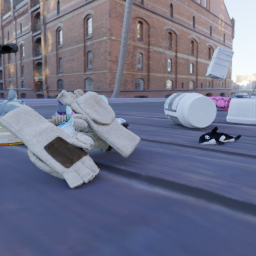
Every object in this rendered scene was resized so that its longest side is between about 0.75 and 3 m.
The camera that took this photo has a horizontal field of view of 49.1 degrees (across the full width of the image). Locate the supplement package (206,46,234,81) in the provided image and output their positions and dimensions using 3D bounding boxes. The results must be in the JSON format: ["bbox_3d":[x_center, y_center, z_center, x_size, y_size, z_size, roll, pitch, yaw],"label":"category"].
[{"bbox_3d":[3.598,-2.495,10.970,0.655,1.116,0.652,19,0,2],"label":"supplement package"}]

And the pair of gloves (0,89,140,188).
[{"bbox_3d":[-0.678,0.009,3.925,1.423,0.293,1.674,44,39,12],"label":"pair of gloves"}]

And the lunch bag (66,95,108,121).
[{"bbox_3d":[-1.394,-0.632,9.589,1.410,1.009,1.655,0,15,-10],"label":"lunch bag"}]

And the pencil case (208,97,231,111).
[{"bbox_3d":[5.123,-1.417,16.517,1.937,0.907,0.879,10,53,46],"label":"pencil case"}]

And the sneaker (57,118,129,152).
[{"bbox_3d":[-0.665,0.079,4.751,0.721,0.715,1.990,41,27,22],"label":"sneaker"}]

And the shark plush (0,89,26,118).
[{"bbox_3d":[-4.193,-0.389,10.195,1.107,1.208,2.659,-27,41,-28],"label":"shark plush"}]

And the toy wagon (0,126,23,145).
[{"bbox_3d":[-2.805,0.106,6.441,1.314,0.335,1.694,-7,9,-44],"label":"toy wagon"}]

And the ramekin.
[{"bbox_3d":[4.434,-0.637,10.134,1.620,0.850,1.620,0,8,0],"label":"ramekin"}]

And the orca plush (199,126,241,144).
[{"bbox_3d":[1.969,0.146,6.034,0.983,0.350,0.517,-1,7,-7],"label":"orca plush"}]

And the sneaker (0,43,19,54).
[{"bbox_3d":[-3.412,-2.106,7.468,0.879,0.334,0.399,-10,20,1],"label":"sneaker"}]

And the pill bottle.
[{"bbox_3d":[1.907,-0.567,8.751,1.069,1.069,1.890,-1,8,-10],"label":"pill bottle"}]

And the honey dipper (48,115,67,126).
[{"bbox_3d":[-2.883,-0.206,8.867,1.839,0.349,0.349,-3,8,-11],"label":"honey dipper"}]

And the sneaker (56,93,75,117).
[{"bbox_3d":[-1.869,-0.877,11.201,2.389,1.046,0.889,2,8,18],"label":"sneaker"}]
